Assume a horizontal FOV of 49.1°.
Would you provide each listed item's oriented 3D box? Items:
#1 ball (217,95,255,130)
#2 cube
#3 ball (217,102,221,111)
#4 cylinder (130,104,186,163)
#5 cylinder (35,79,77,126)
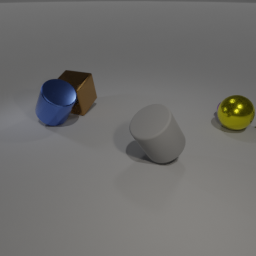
[{"bbox_3d":[4.289,-0.615,11.138,1.400,1.400,1.400,0,28,0],"label":"ball"},{"bbox_3d":[-2.417,-1.611,12.697,1.400,1.400,1.400,11,47,20],"label":"cube"},{"bbox_3d":[4.242,-0.839,12.200,0.700,0.700,0.700,0,28,0],"label":"ball"},{"bbox_3d":[0.964,0.186,8.980,1.400,1.400,1.400,-19,44,20],"label":"cylinder"},{"bbox_3d":[-2.941,-1.026,11.385,1.400,1.400,1.400,14,53,-20],"label":"cylinder"}]
